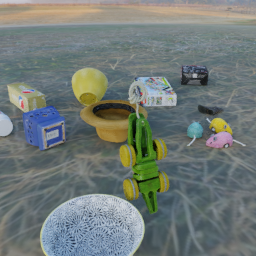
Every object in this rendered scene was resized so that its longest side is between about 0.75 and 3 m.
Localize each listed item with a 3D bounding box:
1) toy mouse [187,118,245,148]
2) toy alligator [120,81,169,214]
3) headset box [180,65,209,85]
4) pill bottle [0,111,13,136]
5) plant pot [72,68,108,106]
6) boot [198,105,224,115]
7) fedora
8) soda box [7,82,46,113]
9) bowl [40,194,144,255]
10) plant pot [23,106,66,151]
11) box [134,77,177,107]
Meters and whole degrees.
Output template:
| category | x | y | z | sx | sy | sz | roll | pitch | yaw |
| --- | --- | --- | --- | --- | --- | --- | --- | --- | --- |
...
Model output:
| category | x | y | z | sx | sy | sz | roll | pitch | yaw |
| --- | --- | --- | --- | --- | --- | --- | --- | --- | --- |
| toy mouse | 2.396 | 0.133 | 8.264 | 1.727 | 0.376 | 1.944 | -16 | 32 | -26 |
| toy alligator | 0.244 | 0.370 | 5.162 | 0.809 | 2.442 | 0.587 | -8 | 10 | -21 |
| headset box | 3.280 | -2.678 | 13.991 | 1.262 | 0.655 | 1.696 | 3 | 24 | 7 |
| pill bottle | -4.058 | -0.190 | 8.698 | 0.656 | 0.656 | 1.133 | -21 | 32 | -37 |
| plant pot | -1.487 | -1.435 | 10.793 | 1.414 | 1.414 | 1.004 | -1 | 48 | -3 |
| boot | 3.038 | -0.688 | 10.297 | 0.680 | 0.271 | 0.781 | -15 | 33 | -40 |
| fedora | -0.416 | -0.170 | 8.404 | 2.122 | 0.866 | 2.122 | -1 | 25 | 0 |
| soda box | -3.857 | -1.134 | 10.632 | 0.676 | 0.715 | 2.111 | -19 | 31 | -35 |
| bowl | -0.522 | 1.801 | 4.377 | 1.549 | 0.727 | 1.549 | 0 | 26 | 0 |
| plant pot | -2.309 | 0.033 | 7.936 | 0.961 | 0.961 | 0.864 | -22 | 39 | -39 |
| box | 1.078 | -1.592 | 11.906 | 1.459 | 0.460 | 2.651 | -2 | 25 | -4 |
